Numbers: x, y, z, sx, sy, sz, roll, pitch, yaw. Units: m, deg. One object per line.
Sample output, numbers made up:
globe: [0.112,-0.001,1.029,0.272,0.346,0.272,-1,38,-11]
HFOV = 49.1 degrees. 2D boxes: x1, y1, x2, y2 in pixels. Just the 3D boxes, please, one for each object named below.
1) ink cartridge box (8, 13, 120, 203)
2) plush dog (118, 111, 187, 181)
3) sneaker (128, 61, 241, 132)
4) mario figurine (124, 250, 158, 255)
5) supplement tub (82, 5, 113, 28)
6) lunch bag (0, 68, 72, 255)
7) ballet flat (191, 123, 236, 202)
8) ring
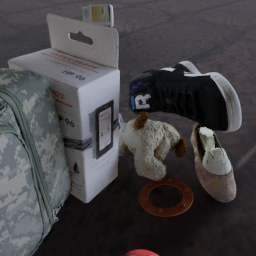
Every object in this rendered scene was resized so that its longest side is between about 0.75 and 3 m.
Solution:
ink cartridge box: [-1.082,-0.316,4.956,1.691,2.914,0.989,23,39,29]
plush dog: [0.507,0.200,5.945,1.565,1.256,1.344,31,24,36]
sneaker: [0.820,-0.483,5.284,1.556,1.016,2.781,-15,23,-2]
mario figurine: [0.675,2.139,3.131,2.011,1.066,1.241,33,13,27]
supplement tub: [-1.484,-5.465,13.725,1.470,1.062,1.062,-3,36,-6]
lunch bag: [-2.081,0.735,3.843,1.860,2.669,2.239,7,32,14]
ballet flat: [1.675,0.551,5.712,0.688,0.680,2.023,-5,36,-3]
ring: [0.689,1.227,5.145,0.994,0.095,0.994,-6,29,3]
